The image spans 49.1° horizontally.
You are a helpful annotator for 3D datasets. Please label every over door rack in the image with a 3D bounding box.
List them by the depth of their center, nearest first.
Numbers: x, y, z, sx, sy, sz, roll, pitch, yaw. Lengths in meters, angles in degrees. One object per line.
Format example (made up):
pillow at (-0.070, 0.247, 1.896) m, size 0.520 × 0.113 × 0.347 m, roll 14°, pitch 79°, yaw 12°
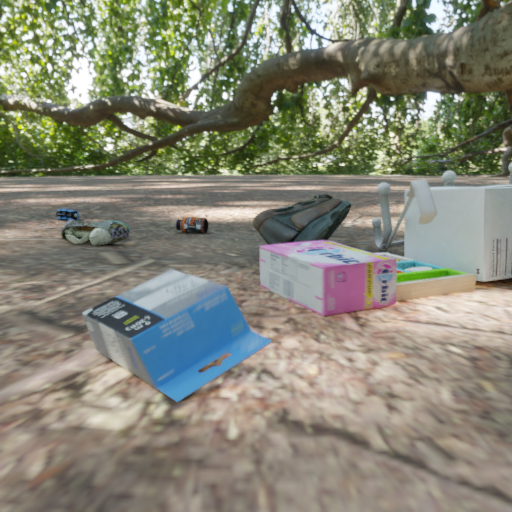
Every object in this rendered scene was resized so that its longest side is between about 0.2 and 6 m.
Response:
over door rack at (3.243, -0.924, 8.721) m, size 2.420 × 1.091 × 3.276 m, roll -10°, pitch -8°, yaw 0°

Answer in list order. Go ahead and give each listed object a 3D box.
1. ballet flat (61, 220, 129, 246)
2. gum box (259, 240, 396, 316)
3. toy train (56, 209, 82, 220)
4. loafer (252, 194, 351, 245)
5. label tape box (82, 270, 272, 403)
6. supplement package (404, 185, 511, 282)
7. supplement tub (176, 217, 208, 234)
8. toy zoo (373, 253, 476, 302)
ballet flat at (-3.189, -0.401, 10.938) m, size 1.493 × 0.537 × 0.537 m, roll 4°, pitch 11°, yaw 22°
gum box at (0.801, 0.207, 6.960) m, size 0.981 × 0.571 × 1.728 m, roll -6°, pitch 12°, yaw -24°
toy train at (-5.039, -1.110, 15.085) m, size 0.736 × 0.319 × 0.421 m, roll 5°, pitch 6°, yaw 27°
loafer at (0.853, -0.643, 9.519) m, size 0.975 × 1.114 × 3.100 m, roll 38°, pitch 21°, yaw 8°
label tape box at (-0.683, 0.580, 4.660) m, size 0.971 × 0.426 × 1.346 m, roll -28°, pitch 25°, yaw -34°
supplement package at (3.348, -0.402, 8.205) m, size 1.700 × 1.250 × 1.626 m, roll -5°, pitch 7°, yaw -25°
supplement tub at (-1.443, -0.685, 12.551) m, size 0.685 × 0.367 × 0.367 m, roll 2°, pitch 10°, yaw 14°
toy zoo at (1.727, 0.225, 7.882) m, size 1.442 × 0.225 × 2.197 m, roll -5°, pitch 11°, yaw -25°
